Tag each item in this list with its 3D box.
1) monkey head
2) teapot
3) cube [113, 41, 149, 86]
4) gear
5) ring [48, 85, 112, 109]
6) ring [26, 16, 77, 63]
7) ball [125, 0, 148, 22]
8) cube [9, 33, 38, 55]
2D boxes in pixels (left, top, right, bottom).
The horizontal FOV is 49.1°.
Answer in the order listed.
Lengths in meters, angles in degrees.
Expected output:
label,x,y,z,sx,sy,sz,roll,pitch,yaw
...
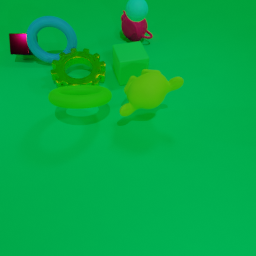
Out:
label,x,y,z,sx,sy,sz,roll,pitch,yaw
monkey head,0.562,-0.841,7.259,1.759,1.265,1.060,-28,41,4
teapot,0.258,-3.933,10.720,1.705,1.060,0.835,42,58,12
cube,0.070,-2.080,9.021,0.944,0.944,0.944,-11,51,-11
gear,-1.577,-1.837,8.975,1.712,0.317,1.712,2,59,-4
ring,-1.221,-0.827,7.213,1.614,0.323,1.614,0,19,0
ring,-2.507,-2.880,9.273,1.637,1.637,0.327,-4,43,-4
ball,0.274,-3.701,8.761,0.711,0.711,0.711,0,45,0
cube,-3.626,-2.908,9.776,0.703,0.703,0.703,3,14,9
